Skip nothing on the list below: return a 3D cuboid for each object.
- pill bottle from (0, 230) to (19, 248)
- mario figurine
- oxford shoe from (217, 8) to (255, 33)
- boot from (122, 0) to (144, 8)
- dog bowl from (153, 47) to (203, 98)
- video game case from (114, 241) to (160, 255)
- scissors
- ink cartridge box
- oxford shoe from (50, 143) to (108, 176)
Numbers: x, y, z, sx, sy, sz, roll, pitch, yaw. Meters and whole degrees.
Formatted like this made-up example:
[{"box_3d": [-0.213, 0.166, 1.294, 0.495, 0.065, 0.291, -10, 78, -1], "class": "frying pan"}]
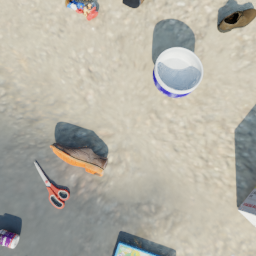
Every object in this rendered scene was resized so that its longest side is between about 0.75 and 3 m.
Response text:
[{"box_3d": [-4.049, 3.651, 9.270, 0.783, 0.440, 0.440, 17, 81, 3], "class": "pill bottle"}, {"box_3d": [-1.676, -4.586, 10.493, 1.279, 0.678, 0.790, 28, 82, 6], "class": "mario figurine"}, {"box_3d": [4.167, -4.077, 10.414, 1.588, 0.670, 0.577, -27, 80, -6], "class": "oxford shoe"}, {"box_3d": [-0.303, -5.689, 10.681, 2.670, 0.998, 1.294, 37, 65, 5], "class": "boot"}, {"box_3d": [1.663, -1.861, 9.492, 1.624, 0.640, 1.624, 2, 75, -6], "class": "dog bowl"}, {"box_3d": [0.210, 5.444, 9.076, 2.048, 0.255, 2.862, 19, 81, 3], "class": "video game case"}, {"box_3d": [-2.799, 2.000, 9.693, 1.841, 0.128, 0.673, 41, 85, 5], "class": "scissors"}, {"box_3d": [4.934, 2.060, 8.784, 1.094, 1.886, 2.604, 41, 84, 7], "class": "ink cartridge box"}, {"box_3d": [-1.676, 0.928, 9.660, 2.042, 0.728, 0.744, 26, 67, -3], "class": "oxford shoe"}]
